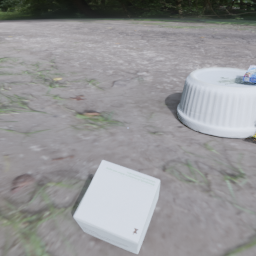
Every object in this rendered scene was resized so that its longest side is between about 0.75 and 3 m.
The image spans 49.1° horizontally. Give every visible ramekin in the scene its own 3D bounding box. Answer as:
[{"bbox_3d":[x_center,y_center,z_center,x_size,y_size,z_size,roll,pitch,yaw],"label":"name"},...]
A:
[{"bbox_3d":[2.990,-0.933,8.596,2.930,1.364,2.930,0,25,0],"label":"ramekin"}]

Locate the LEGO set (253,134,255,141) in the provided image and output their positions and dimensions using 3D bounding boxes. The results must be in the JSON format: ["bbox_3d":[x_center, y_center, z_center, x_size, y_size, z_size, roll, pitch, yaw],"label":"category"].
[{"bbox_3d":[3.682,0.087,6.838,0.961,0.724,1.250,-45,41,2],"label":"LEGO set"}]

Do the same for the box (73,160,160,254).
[{"bbox_3d":[-0.124,1.198,4.253,0.979,0.843,0.984,18,60,13],"label":"box"}]

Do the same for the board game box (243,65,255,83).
[{"bbox_3d":[3.703,-1.491,7.806,0.755,0.164,0.751,15,42,31],"label":"board game box"}]
